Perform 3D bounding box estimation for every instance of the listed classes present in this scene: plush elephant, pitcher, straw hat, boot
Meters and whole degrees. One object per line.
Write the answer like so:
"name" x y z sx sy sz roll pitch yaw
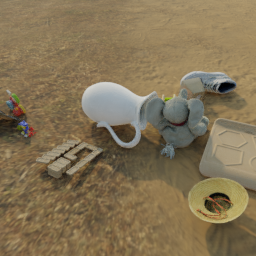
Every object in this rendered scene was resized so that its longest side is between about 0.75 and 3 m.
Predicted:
"plush elephant" 1.843 -0.442 10.339 2.208 2.076 2.681 13 37 17
"pitcher" -0.507 -0.569 11.064 2.847 1.726 2.443 14 67 25
"straw hat" 2.491 2.199 7.760 1.684 0.713 1.684 -13 27 7
"boot" 3.999 -2.194 13.748 2.625 0.965 1.254 -9 30 -14

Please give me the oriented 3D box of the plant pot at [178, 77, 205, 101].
"plant pot" 3.049 -1.683 13.162 0.959 0.958 0.849 -13 49 -18

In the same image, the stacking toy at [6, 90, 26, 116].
"stacking toy" -5.064 -1.064 12.241 1.077 0.975 0.455 28 56 32

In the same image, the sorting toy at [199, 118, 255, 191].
"sorting toy" 4.154 0.939 9.833 2.761 0.544 2.983 14 42 19

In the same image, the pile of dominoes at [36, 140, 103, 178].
"pile of dominoes" -2.046 1.071 9.931 1.519 0.310 1.948 19 31 25

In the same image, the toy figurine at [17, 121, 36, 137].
"toy figurine" -4.094 -0.107 11.185 0.498 0.566 0.945 -30 45 -35

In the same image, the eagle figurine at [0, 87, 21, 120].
"eagle figurine" -5.625 -0.628 11.573 1.971 1.495 1.487 53 11 15

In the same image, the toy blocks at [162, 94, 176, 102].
"toy blocks" 2.332 -1.048 12.515 1.529 0.555 1.275 1 36 1
